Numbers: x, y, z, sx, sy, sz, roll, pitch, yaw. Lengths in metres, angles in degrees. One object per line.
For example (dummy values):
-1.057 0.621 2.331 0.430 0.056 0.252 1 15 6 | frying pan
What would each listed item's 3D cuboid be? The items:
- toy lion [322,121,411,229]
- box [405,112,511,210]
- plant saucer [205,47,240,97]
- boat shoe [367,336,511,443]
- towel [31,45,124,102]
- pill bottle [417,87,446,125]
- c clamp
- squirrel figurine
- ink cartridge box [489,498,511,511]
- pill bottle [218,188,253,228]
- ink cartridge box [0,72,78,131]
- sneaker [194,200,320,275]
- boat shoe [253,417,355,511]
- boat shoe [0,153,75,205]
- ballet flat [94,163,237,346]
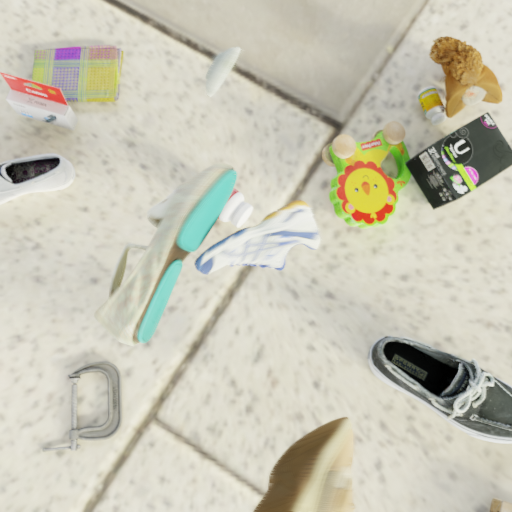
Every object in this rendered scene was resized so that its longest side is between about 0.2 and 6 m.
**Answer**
2.006 -1.351 9.787 1.732 0.595 1.661 -19 87 -21 | toy lion
3.521 -1.620 9.653 1.389 0.864 1.032 -31 89 -13 | box
-0.538 -2.723 8.167 0.207 0.825 0.825 34 75 -6 | plant saucer
3.113 1.996 8.613 2.797 0.955 1.033 31 75 9 | boat shoe
-3.403 -3.446 10.698 1.702 0.194 1.222 -2 74 0 | towel
3.277 -2.774 10.395 0.369 0.369 0.654 -16 74 -5 | pill bottle
-2.724 2.383 8.899 1.207 0.191 1.412 1 73 0 | c clamp
3.680 -3.435 10.090 0.997 1.409 1.315 -19 55 20 | squirrel figurine
3.846 4.265 8.206 0.900 0.410 1.093 18 73 7 | ink cartridge box
-0.605 -0.976 9.721 1.063 0.597 0.597 37 76 10 | pill bottle
-3.912 -2.748 10.040 1.165 1.026 0.260 17 74 5 | ink cartridge box
0.031 -0.066 8.200 1.892 0.712 0.834 -26 96 8 | sneaker
0.702 3.009 6.969 0.996 2.795 0.902 -34 89 30 | boat shoe
-4.281 -1.358 9.770 2.095 0.718 0.754 -6 73 -2 | boat shoe
-1.328 -0.182 7.852 0.918 0.993 2.944 27 82 13 | ballet flat
